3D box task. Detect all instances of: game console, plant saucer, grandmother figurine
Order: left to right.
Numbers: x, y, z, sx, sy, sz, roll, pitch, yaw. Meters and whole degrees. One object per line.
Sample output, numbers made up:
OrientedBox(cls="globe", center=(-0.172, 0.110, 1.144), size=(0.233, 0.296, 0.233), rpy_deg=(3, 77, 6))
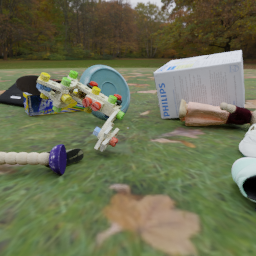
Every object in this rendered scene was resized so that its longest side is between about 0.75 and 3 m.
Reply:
OrientedBox(cls="game console", center=(-4.496, -1.413, 13.764), size=(2.726, 1.587, 2.397), rpy_deg=(9, 47, 32))
OrientedBox(cls="plant saucer", center=(-0.685, -1.228, 9.452), size=(2.002, 2.002, 0.274), rpy_deg=(-12, -5, -37))
OrientedBox(cls="grandmother figurine", center=(3.123, -0.369, 8.793), size=(2.883, 0.873, 1.748), rpy_deg=(7, 2, 16))

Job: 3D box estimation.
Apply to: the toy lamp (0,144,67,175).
OrientedBox(cls="toy lamp", center=(-2.422, 0.578, 5.492), size=(2.322, 0.676, 0.676), rpy_deg=(0, 15, 0))

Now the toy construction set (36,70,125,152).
OrientedBox(cls="toy construction set", center=(-0.955, -0.531, 6.668), size=(2.283, 1.052, 1.497), rpy_deg=(43, 24, 4))

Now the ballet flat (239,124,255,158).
OrientedBox(cls="ballet flat", center=(3.093, 0.252, 6.873), size=(0.608, 0.608, 1.751), rpy_deg=(7, 17, 26))

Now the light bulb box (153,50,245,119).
OrientedBox(cls="light bulb box", center=(2.783, -1.663, 10.434), size=(2.839, 1.772, 2.814), rpy_deg=(-3, 20, 24))

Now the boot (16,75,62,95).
OrientedBox(cls="boot", center=(-3.791, -1.674, 10.910), size=(2.158, 0.693, 2.012), rpy_deg=(12, 9, 44))

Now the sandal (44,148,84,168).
OrientedBox(cls="sandal", center=(-1.393, 0.645, 5.941), size=(0.947, 0.376, 0.270), rpy_deg=(-4, -3, -40))

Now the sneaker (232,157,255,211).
OrientedBox(cls="sneaker", center=(2.676, 0.840, 4.260), size=(2.019, 0.743, 1.191), rpy_deg=(-5, 7, 19))

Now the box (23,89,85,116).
OrientedBox(cls="box", center=(-2.798, -1.085, 11.377), size=(2.633, 0.846, 0.922), rpy_deg=(-9, 17, -29))
